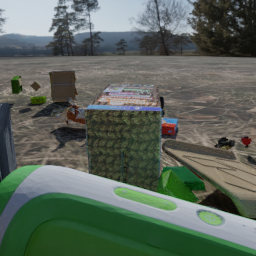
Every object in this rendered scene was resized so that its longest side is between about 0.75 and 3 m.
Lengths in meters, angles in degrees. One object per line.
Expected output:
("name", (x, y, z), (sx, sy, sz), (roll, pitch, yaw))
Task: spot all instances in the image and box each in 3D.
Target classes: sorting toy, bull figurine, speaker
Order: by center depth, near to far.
("speaker", (0.221, 1.214, 2.473), (2.907, 1.286, 1.286), (13, 20, 13))
("sorting toy", (1.450, 0.828, 4.690), (2.933, 0.432, 2.168), (11, 16, -27))
("bull figurine", (-1.480, -0.425, 8.856), (1.756, 0.572, 1.066), (9, -22, 3))

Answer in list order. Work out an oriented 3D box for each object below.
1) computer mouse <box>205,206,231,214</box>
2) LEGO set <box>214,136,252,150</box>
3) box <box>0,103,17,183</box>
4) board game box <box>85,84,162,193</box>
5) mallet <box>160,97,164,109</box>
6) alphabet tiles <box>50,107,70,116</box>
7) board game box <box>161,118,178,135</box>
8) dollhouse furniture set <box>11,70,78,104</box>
("computer mouse", (0.391, 1.535, 3.080), (2.933, 0.675, 2.059), (-1, 17, -2))
("LEGO set", (3.333, 0.614, 6.333), (1.726, 0.753, 2.658), (-13, 9, -40))
("box", (-3.028, 0.617, 4.612), (2.058, 1.485, 2.773), (-6, 19, -19))
("board game box", (0.015, 0.250, 5.212), (1.100, 1.810, 2.271), (1, 19, 4))
("mallet", (0.951, -0.733, 10.271), (0.853, 0.533, 2.590), (-1, 15, 5))
("alphabet tiles", (-2.328, -0.634, 10.901), (1.241, 0.047, 1.491), (-3, 18, -7))
("board game box", (0.922, -0.094, 8.885), (1.211, 0.244, 0.926), (5, 18, 14))
("dollhouse furniture set", (-3.720, -1.907, 12.698), (2.805, 1.402, 1.083), (-5, 18, -11))
